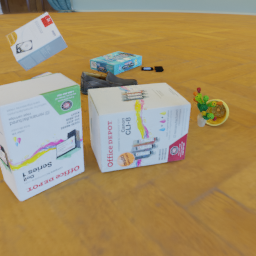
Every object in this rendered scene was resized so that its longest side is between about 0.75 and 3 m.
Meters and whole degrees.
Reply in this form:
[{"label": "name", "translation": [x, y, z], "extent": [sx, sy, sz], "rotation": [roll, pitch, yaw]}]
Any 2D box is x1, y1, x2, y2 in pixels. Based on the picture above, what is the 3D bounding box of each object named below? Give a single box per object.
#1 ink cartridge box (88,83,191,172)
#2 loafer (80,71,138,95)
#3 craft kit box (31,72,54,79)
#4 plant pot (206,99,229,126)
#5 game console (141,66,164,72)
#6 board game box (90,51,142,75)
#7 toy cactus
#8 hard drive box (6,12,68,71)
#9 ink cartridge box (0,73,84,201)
[{"label": "ink cartridge box", "translation": [0.225, -0.107, 8.872], "extent": [2.753, 2.001, 1.991], "rotation": [-8, 30, -13]}, {"label": "loafer", "translation": [-0.910, -2.284, 13.789], "extent": [2.898, 1.048, 1.055], "rotation": [-5, 28, -10]}, {"label": "craft kit box", "translation": [-4.348, -2.670, 15.291], "extent": [1.279, 0.314, 1.295], "rotation": [13, 32, 28]}, {"label": "plant pot", "translation": [3.481, -0.655, 11.030], "extent": [1.014, 1.014, 0.954], "rotation": [15, 17, 25]}, {"label": "game console", "translation": [1.475, -3.591, 17.067], "extent": [1.359, 0.164, 0.802], "rotation": [-1, 29, -2]}, {"label": "board game box", "translation": [-0.721, -4.089, 17.476], "extent": [1.997, 0.621, 2.646], "rotation": [22, 36, 34]}, {"label": "toy cactus", "translation": [2.016, -0.471, 7.333], "extent": [0.583, 0.941, 1.140], "rotation": [-11, 39, -12]}, {"label": "hard drive box", "translation": [-2.549, -2.416, 7.816], "extent": [1.358, 0.522, 1.058], "rotation": [-31, 65, -1]}, {"label": "ink cartridge box", "translation": [-2.351, 0.215, 7.473], "extent": [2.054, 2.837, 1.191], "rotation": [-23, 39, -35]}]
